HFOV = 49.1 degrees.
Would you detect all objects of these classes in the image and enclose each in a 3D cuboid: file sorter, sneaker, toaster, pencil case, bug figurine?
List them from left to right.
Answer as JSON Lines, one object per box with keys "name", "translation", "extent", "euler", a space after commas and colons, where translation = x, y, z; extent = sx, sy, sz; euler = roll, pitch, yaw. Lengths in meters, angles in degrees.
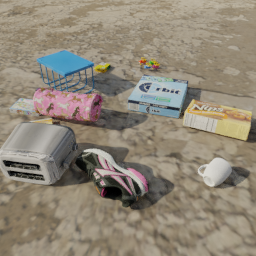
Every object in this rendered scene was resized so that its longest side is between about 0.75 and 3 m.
{"name": "toaster", "translation": [-2.787, 0.729, 8.449], "extent": [2.368, 1.345, 1.529], "euler": [7, 39, 10]}
{"name": "file sorter", "translation": [-2.797, -2.439, 12.766], "extent": [1.549, 1.370, 2.233], "euler": [-30, 46, -35]}
{"name": "pencil case", "translation": [-2.243, -0.900, 10.509], "extent": [2.583, 1.118, 1.069], "euler": [10, 11, 18]}
{"name": "sneaker", "translation": [-0.636, 1.399, 7.883], "extent": [2.350, 0.944, 1.015], "euler": [20, 42, 27]}
{"name": "bug figurine", "translation": [1.139, -3.416, 14.991], "extent": [1.012, 0.336, 1.304], "euler": [-3, 32, -14]}

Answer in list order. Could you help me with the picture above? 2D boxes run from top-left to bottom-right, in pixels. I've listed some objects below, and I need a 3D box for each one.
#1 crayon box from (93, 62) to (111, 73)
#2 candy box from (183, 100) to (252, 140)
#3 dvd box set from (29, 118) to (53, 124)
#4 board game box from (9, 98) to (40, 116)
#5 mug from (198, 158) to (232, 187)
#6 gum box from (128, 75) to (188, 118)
{"name": "crayon box", "translation": [-1.360, -3.150, 14.708], "extent": [0.562, 0.225, 0.885], "euler": [16, 38, 21]}
{"name": "candy box", "translation": [3.328, -0.353, 10.415], "extent": [2.278, 0.630, 1.315], "euler": [14, 30, 20]}
{"name": "dvd box set", "translation": [-3.196, 0.107, 10.257], "extent": [0.921, 0.185, 1.259], "euler": [-9, 37, -11]}
{"name": "board game box", "translation": [-4.085, -0.868, 11.581], "extent": [1.264, 0.216, 0.850], "euler": [8, 37, 11]}
{"name": "mug", "translation": [2.493, 1.316, 8.288], "extent": [0.855, 0.631, 0.750], "euler": [16, 43, 44]}
{"name": "gum box", "translation": [1.363, -1.441, 12.081], "extent": [2.119, 0.556, 2.494], "euler": [10, 37, 14]}
